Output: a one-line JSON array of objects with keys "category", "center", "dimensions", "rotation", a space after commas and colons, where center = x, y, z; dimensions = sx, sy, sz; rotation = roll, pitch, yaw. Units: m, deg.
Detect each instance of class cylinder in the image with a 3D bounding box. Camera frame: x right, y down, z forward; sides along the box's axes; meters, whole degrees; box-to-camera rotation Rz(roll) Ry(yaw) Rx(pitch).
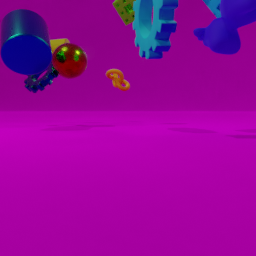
[{"category": "cylinder", "center": [-2.750, -2.308, 7.559], "dimensions": [1.266, 1.266, 1.266], "rotation": [-12, -37, -9]}, {"category": "cylinder", "center": [-2.744, -3.171, 11.207], "dimensions": [0.726, 0.726, 0.726], "rotation": [-1, 3, 11]}]

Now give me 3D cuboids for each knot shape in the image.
[{"category": "knot shape", "center": [-0.401, -2.114, 12.566], "dimensions": [0.574, 1.163, 1.243], "rotation": [-44, -7, -3]}]

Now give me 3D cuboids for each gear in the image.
[{"category": "gear", "center": [0.592, -2.717, 6.761], "dimensions": [0.373, 2.019, 2.019], "rotation": [-5, 5, -16]}, {"category": "gear", "center": [-2.898, -1.795, 9.467], "dimensions": [1.363, 1.363, 0.252], "rotation": [3, -32, 36]}]

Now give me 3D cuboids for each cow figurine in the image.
[{"category": "cow figurine", "center": [1.858, -2.125, 4.871], "dimensions": [0.877, 1.598, 1.573], "rotation": [1, 6, -20]}]

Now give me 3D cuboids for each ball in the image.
[{"category": "ball", "center": [-1.846, -2.120, 8.877], "dimensions": [1.110, 1.110, 1.110], "rotation": [0, 4, 0]}]

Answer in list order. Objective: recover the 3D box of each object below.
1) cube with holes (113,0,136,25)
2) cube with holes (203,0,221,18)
[{"category": "cube with holes", "center": [0.157, -4.312, 9.781], "dimensions": [0.858, 0.858, 0.858], "rotation": [-17, 34, 35]}, {"category": "cube with holes", "center": [2.413, -3.185, 6.175], "dimensions": [1.112, 1.112, 1.112], "rotation": [-11, -29, -30]}]
